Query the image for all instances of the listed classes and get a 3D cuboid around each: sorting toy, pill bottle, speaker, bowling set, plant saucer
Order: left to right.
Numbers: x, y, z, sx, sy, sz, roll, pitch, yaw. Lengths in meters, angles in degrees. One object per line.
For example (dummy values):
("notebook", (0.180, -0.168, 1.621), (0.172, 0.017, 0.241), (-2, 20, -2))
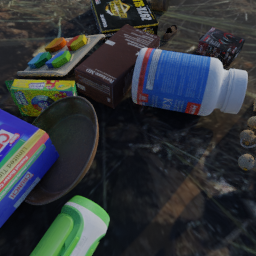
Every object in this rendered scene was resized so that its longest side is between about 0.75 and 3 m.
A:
("speaker", (-1.373, 2.602, 5.342), (1.119, 1.119, 2.530), (23, 56, 17))
("plant saucer", (-1.640, 0.521, 6.687), (2.701, 0.494, 2.701), (-18, 55, 28))
("sorting toy", (-2.210, -2.437, 9.113), (2.218, 0.437, 2.397), (8, 47, 38))
("pill bottle", (1.689, -1.247, 7.929), (2.939, 1.650, 1.650), (11, 53, 10))
("bowling set", (3.578, -0.049, 6.704), (1.326, 1.719, 2.471), (20, 35, 8))

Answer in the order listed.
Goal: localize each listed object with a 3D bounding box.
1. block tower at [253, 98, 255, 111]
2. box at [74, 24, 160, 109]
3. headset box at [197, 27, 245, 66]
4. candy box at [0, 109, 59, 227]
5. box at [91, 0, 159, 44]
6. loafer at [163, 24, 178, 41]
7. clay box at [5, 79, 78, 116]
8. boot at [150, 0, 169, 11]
("block tower", (4.967, -0.488, 7.976), (2.492, 0.720, 0.673), (14, 54, 12))
("box", (-0.265, -2.062, 8.973), (1.405, 1.051, 2.806), (27, 59, 19))
("headset box", (3.214, -2.935, 9.933), (1.427, 0.535, 1.060), (31, 58, 21))
("candy box", (-3.486, 0.741, 6.500), (2.845, 1.096, 2.406), (23, 60, 24))
("box", (-0.216, -4.460, 11.042), (2.163, 0.669, 2.709), (-9, 53, -9))
("loafer", (1.643, -3.665, 10.614), (0.359, 0.349, 0.984), (22, 56, 16))
("clay box", (-2.420, -0.819, 7.947), (1.942, 1.116, 0.462), (1, 52, 1))
("boot", (1.471, -5.766, 12.055), (0.765, 0.746, 2.026), (7, 54, 19))
